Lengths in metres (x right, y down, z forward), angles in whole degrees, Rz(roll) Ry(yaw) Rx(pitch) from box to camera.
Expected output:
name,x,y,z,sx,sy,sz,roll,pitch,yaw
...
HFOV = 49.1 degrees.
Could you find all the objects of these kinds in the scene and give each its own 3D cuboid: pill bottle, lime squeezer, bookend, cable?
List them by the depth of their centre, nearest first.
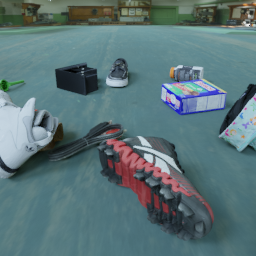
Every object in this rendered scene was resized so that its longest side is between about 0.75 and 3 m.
name,x,y,z,sx,sy,sz,roll,pitch,yaw
cable,-0.934,0.404,7.324,1.098,0.569,2.260,12,35,41
lime squeezer,-5.635,-1.708,12.000,2.869,0.541,1.013,-23,2,-38
bookend,-1.906,-2.240,12.504,1.879,0.865,1.867,19,31,35
pill bottle,2.760,-2.550,13.270,1.482,0.787,0.787,11,27,22

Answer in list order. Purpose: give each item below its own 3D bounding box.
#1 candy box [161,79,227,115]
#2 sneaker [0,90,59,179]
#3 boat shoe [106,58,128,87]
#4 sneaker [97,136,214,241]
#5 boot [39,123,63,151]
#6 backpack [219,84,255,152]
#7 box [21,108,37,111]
name,x,y,z,sx,sy,sz,roll,pitch,yaw
candy box,2.385,-1.176,10.296,1.844,0.710,1.559,-8,29,-18
sneaker,-2.569,-0.225,6.694,1.562,1.021,2.718,-32,48,6
boat shoe,-0.427,-2.790,13.558,1.036,0.982,2.963,3,25,7
sneaker,0.630,0.889,5.391,1.445,1.045,2.958,-17,28,-29
boot,-2.386,0.209,7.621,1.041,0.496,1.346,-3,19,9
backpack,3.185,-0.205,7.205,1.319,1.555,1.752,42,46,14
box,-3.560,-0.485,9.474,0.897,0.175,0.614,6,25,13
